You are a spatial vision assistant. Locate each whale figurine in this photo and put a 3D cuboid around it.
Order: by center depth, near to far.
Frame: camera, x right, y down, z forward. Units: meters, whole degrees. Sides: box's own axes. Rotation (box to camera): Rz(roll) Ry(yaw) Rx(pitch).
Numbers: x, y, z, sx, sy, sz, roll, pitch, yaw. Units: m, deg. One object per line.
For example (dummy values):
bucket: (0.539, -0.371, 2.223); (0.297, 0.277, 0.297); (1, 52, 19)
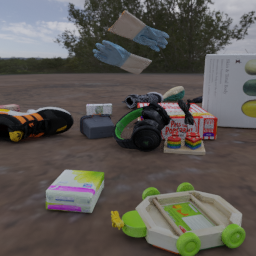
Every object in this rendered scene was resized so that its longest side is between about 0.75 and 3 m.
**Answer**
whale figurine: (2.296, -1.625, 14.294); (1.313, 0.681, 1.044); (-28, 12, -14)

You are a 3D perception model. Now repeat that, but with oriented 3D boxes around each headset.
headset: (0.494, -0.161, 6.334); (2.042, 0.959, 1.261); (-3, 41, 35)

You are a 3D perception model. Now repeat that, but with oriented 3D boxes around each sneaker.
sneaker: (-2.563, 0.025, 7.147); (2.286, 0.800, 1.029); (0, 31, -6)
sneaker: (0.595, -1.150, 12.045); (1.738, 0.656, 0.989); (0, 13, 26)

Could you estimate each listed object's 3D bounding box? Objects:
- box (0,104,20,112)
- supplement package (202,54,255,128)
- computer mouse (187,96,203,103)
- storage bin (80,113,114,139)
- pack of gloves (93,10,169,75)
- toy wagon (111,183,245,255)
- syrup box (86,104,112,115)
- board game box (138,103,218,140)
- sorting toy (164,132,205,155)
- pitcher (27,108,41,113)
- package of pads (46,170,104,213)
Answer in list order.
box: (-4.247, -0.519, 9.661); (0.883, 0.481, 0.565); (-12, 18, -40)
supplement package: (3.937, -1.266, 9.048); (2.894, 2.196, 2.180); (3, 14, 14)
computer mouse: (3.412, -1.349, 13.772); (0.920, 0.242, 0.637); (-18, 19, -21)
storage bin: (-0.786, -0.043, 7.559); (0.889, 0.647, 0.597); (-6, 25, -24)
pack of gloves: (0.099, -3.166, 10.475); (2.608, 0.515, 2.191); (11, -39, -42)
toy wagon: (0.550, 1.082, 3.378); (1.536, 0.304, 1.192); (-4, 14, -15)
syrup box: (-1.090, -0.704, 10.657); (0.961, 0.378, 0.391); (-2, 14, -6)
board game box: (1.285, -0.263, 8.321); (1.958, 0.598, 2.584); (0, 13, -1)
sorting toy: (1.309, 0.321, 6.517); (0.899, 0.313, 0.893); (3, 14, 10)
pitcher: (-2.759, -0.382, 9.207); (0.885, 0.537, 0.759); (3, -5, 32)
package of pads: (-0.763, 0.905, 4.117); (0.678, 0.299, 0.878); (3, 13, 7)
